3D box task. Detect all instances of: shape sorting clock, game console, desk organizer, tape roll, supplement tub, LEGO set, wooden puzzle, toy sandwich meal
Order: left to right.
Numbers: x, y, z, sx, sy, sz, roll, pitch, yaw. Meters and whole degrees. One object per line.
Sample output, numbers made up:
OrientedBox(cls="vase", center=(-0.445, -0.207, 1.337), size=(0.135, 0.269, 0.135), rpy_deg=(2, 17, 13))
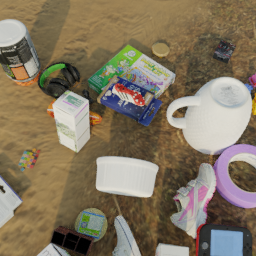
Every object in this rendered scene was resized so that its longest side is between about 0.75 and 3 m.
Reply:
OrientedBox(cls="supplement tub", center=(-4.625, -3.032, 11.717), size=(1.576, 2.572, 1.576), rpy_deg=(0, 61, -1))
OrientedBox(cls="wooden puzzle", center=(-3.835, 1.220, 10.817), size=(0.600, 0.071, 1.012), rpy_deg=(13, 62, 7))
OrientedBox(cls="desk organizer", center=(-1.817, 3.678, 9.148), size=(1.301, 0.501, 0.466), rpy_deg=(16, 87, 9))
OrientedBox(cls="shape sorting clock", center=(-1.259, 3.319, 9.581), size=(1.114, 0.219, 1.114), rpy_deg=(-1, 64, 3))
OrientedBox(cls="toy sandwich meal", center=(1.538, -3.705, 13.398), size=(0.908, 0.311, 0.908), rpy_deg=(1, 64, -2))
OrientedBox(cls="game console", center=(2.999, 3.945, 8.662), size=(2.037, 0.316, 1.801), rpy_deg=(12, 70, -17))
OrientedBox(cls="tape roll", center=(4.261, 1.724, 10.178), size=(2.197, 0.721, 2.197), rpy_deg=(0, 61, 0))
OrientedBox(cls="LEGO set", center=(5.494, -1.392, 11.730), size=(0.905, 0.974, 2.373), rpy_deg=(-12, 62, -6))

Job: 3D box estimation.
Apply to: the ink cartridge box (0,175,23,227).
OrientedBox(cls="ink cartridge box", center=(-5.007, 2.681, 9.822), size=(2.006, 0.408, 2.010), rpy_deg=(40, 68, 19))

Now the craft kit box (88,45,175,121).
OrientedBox(cls="craft kit box", center=(0.174, -2.078, 12.332), size=(2.768, 0.671, 2.734), rpy_deg=(36, 65, 18))

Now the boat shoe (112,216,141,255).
OrientedBox(cls="boat shoe", center=(-0.077, 4.044, 8.878), size=(0.844, 0.857, 2.418), rpy_deg=(-18, 70, -13))

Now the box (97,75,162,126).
OrientedBox(cls="box", center=(0.103, -1.139, 11.286), size=(2.300, 0.373, 1.393), rpy_deg=(27, 65, 12))

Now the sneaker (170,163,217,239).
OrientedBox(cls="sneaker", center=(2.230, 2.320, 9.650), size=(1.158, 1.068, 2.625), rpy_deg=(20, 63, 8))

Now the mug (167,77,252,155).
OrientedBox(cls="mug", center=(2.934, -0.536, 10.320), size=(2.994, 2.625, 2.211), rpy_deg=(0, 61, 0))

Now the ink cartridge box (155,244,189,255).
OrientedBox(cls="ink cartridge box", center=(1.228, 4.572, 8.161), size=(0.906, 1.504, 2.070), rpy_deg=(4, 61, 2))

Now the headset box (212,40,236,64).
OrientedBox(cls="headset box", center=(4.536, -3.568, 13.247), size=(0.785, 0.396, 1.056), rpy_deg=(27, 65, 14))

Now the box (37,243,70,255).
OrientedBox(cls="box", center=(-1.481, 4.681, 7.626), size=(1.286, 2.347, 2.660), rpy_deg=(-41, 69, -20))

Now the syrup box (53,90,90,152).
OrientedBox(cls="syrup box", center=(-2.013, -0.191, 10.258), size=(0.895, 2.273, 0.926), rpy_deg=(27, 54, 14))

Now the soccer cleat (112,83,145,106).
OrientedBox(cls="soccer cleat", center=(0.025, -1.246, 10.882), size=(1.385, 0.590, 0.475), rpy_deg=(28, 61, -14))

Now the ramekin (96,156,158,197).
OrientedBox(cls="ramekin", center=(-0.081, 1.678, 9.372), size=(2.096, 2.096, 1.022), rpy_deg=(7, 73, 4))

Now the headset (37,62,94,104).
OrientedBox(cls="headset", center=(-2.668, -1.873, 12.183), size=(2.735, 1.285, 1.689), rpy_deg=(26, 68, 30))

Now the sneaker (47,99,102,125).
OrientedBox(cls="sneaker", center=(-2.148, -0.726, 11.447), size=(2.332, 0.851, 0.899), rpy_deg=(15, 62, 7))
